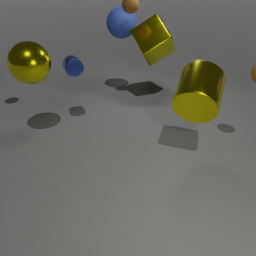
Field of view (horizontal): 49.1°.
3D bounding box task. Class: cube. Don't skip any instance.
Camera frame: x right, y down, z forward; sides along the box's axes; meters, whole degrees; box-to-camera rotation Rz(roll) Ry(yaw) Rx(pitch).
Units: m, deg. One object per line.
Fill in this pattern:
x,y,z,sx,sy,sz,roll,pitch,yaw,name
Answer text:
1.153,-3.976,12.802,1.400,1.400,1.400,-30,-16,9,cube

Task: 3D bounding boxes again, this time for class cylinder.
2.188,-1.101,8.632,1.400,1.400,1.400,11,55,19,cylinder
-2.068,-2.332,10.551,0.700,0.700,0.700,-10,26,-17,cylinder

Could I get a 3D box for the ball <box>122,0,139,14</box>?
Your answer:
0.102,-4.999,11.345,0.700,0.700,0.700,0,28,0,ball

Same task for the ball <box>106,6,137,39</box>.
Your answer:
-0.296,-4.862,12.937,1.400,1.400,1.400,0,28,0,ball

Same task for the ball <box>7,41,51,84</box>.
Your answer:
-3.276,-2.163,9.316,1.400,1.400,1.400,0,28,0,ball

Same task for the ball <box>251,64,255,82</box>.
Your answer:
4.251,-1.747,8.811,0.700,0.700,0.700,0,28,0,ball
